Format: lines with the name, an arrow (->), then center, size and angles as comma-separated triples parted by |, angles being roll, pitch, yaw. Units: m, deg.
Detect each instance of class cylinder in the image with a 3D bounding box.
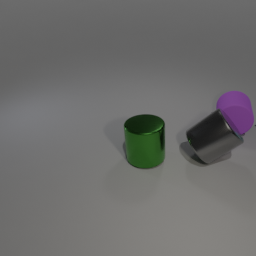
cylinder -> 2.945, 0.278, 9.580 | 1.400, 1.400, 1.400 | -37, 23, 24
cylinder -> 4.360, -0.629, 11.520 | 1.400, 1.400, 1.400 | 8, 32, 13
cylinder -> 0.595, 0.436, 9.764 | 1.400, 1.400, 1.400 | -4, 29, 2
